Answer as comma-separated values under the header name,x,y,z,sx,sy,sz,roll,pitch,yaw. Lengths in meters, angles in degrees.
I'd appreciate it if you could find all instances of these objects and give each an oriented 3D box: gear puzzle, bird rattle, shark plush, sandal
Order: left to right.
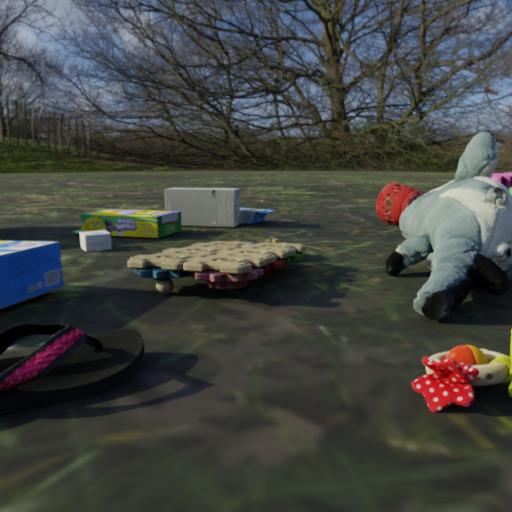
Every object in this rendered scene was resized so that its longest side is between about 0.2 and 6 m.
name,x,y,z,sx,sy,sz,roll,pitch,yaw
sandal,-1.765,0.798,4.137,2.170,0.489,0.815,-10,14,-42
gear puzzle,-0.281,0.092,8.275,1.810,0.458,3.494,2,8,23
shark plush,2.793,0.017,7.995,1.931,2.107,4.637,-17,24,26
bird rattle,1.620,0.889,4.219,0.987,0.556,0.805,-14,1,-5

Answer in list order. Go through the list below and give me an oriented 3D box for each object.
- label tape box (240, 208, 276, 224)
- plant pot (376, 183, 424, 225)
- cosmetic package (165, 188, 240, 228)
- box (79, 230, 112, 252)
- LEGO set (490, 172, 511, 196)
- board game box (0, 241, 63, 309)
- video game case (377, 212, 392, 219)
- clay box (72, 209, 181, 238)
name,x,y,z,sx,sy,sz,roll,pitch,yaw
label tape box,-0.150,-0.989,13.997,1.088,0.360,0.780,7,11,24
plant pot,3.538,-1.190,13.449,0.992,0.992,0.903,-7,20,-31
cosmetic package,-1.280,-1.175,13.442,1.736,0.927,0.783,0,9,7
box,-2.959,-0.278,10.314,0.477,0.313,0.479,-6,13,-29
LEGO set,4.632,-0.770,10.775,1.329,1.235,3.239,2,17,27
board game box,-3.777,0.259,6.412,2.121,0.605,2.166,2,10,16
video game case,3.989,-1.046,14.832,1.162,0.148,1.050,-5,12,-26
clay box,-2.817,-0.727,12.181,2.083,0.496,1.197,4,11,16
